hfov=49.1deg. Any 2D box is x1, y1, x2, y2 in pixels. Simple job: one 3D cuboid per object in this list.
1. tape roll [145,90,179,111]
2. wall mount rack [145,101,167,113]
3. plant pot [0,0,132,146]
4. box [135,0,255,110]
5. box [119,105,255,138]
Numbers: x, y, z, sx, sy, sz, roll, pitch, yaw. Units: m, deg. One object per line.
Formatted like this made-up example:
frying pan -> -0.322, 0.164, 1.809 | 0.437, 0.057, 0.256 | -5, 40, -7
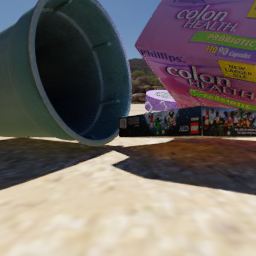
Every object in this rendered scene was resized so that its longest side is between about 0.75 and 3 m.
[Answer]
tape roll -> 1.997, -1.219, 13.572 | 2.322, 0.762, 2.322 | 4, 20, -1
wall mount rack -> 0.735, -0.450, 9.955 | 1.359, 0.507, 1.180 | 4, 48, 52
plant pot -> -1.613, -0.857, 5.176 | 2.497, 2.550, 2.550 | -7, 2, 31
box -> 1.763, -1.091, 5.271 | 2.203, 1.211, 2.504 | 23, -12, 39
box -> 0.924, -0.031, 4.400 | 1.375, 0.379, 2.013 | 2, -3, -30
